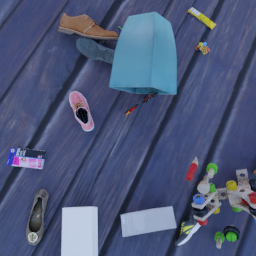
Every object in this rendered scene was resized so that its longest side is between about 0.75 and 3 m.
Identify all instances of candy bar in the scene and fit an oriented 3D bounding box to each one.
[{"bbox_3d":[3.425,-5.150,13.065,1.510,0.167,0.377,41,73,12],"label":"candy bar"}]

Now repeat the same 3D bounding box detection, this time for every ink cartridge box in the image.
[{"bbox_3d":[-4.050,1.181,11.068,1.486,0.276,0.704,6,73,4],"label":"ink cartridge box"}]

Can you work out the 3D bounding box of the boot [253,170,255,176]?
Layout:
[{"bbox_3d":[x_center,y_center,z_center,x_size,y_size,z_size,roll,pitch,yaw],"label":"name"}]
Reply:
[{"bbox_3d":[5.775,1.759,10.675,1.665,0.639,1.293,41,77,11],"label":"boot"}]

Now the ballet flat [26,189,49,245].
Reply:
[{"bbox_3d":[-3.339,3.252,10.303,0.667,0.459,1.981,9,73,3],"label":"ballet flat"}]

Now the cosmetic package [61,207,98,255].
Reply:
[{"bbox_3d":[-1.602,4.040,9.575,1.100,1.396,2.594,-4,71,1],"label":"cosmetic package"}]

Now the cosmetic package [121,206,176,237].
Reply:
[{"bbox_3d":[0.701,3.328,10.010,1.865,0.996,0.841,-7,72,0],"label":"cosmetic package"}]

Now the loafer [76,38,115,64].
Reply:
[{"bbox_3d":[-1.263,-3.342,12.357,2.139,0.673,0.769,26,105,11],"label":"loafer"}]

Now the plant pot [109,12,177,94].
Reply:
[{"bbox_3d":[0.715,-2.751,10.609,1.927,1.928,2.728,6,91,35],"label":"plant pot"}]

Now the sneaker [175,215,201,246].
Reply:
[{"bbox_3d":[2.101,3.724,10.202,1.299,0.484,0.550,-39,70,-20],"label":"sneaker"}]

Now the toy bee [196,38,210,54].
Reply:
[{"bbox_3d":[3.299,-3.551,12.456,0.513,0.944,0.618,-25,110,19],"label":"toy bee"}]

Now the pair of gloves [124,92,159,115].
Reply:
[{"bbox_3d":[0.515,-0.948,11.139,1.518,1.352,0.188,-34,94,-9],"label":"pair of gloves"}]

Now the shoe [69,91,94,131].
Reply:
[{"bbox_3d":[-1.917,-0.808,11.352,0.675,0.860,1.890,-23,74,-7],"label":"shoe"}]

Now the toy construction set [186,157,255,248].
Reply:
[{"bbox_3d":[3.406,2.146,10.024,2.937,2.257,2.449,49,123,-3],"label":"toy construction set"}]

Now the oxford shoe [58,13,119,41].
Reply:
[{"bbox_3d":[-1.693,-4.413,12.262,2.777,0.990,0.990,15,103,4],"label":"oxford shoe"}]

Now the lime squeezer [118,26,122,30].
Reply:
[{"bbox_3d":[-0.197,-4.291,12.831,0.342,0.183,0.968,-21,73,26],"label":"lime squeezer"}]
